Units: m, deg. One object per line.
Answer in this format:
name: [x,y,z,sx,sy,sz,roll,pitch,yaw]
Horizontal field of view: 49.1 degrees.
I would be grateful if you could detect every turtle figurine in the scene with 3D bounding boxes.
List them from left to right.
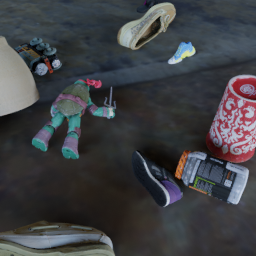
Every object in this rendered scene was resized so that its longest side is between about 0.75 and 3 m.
turtle figurine: [-1.441,-0.458,7.453,1.843,1.240,2.462,6,55,24]

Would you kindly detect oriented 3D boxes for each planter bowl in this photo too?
planter bowl: [-3.844,-1.434,7.391,2.619,1.762,2.619,-5,22,2]

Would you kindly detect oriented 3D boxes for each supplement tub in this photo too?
supplement tub: [1.819,1.034,6.175,1.400,0.858,0.858,21,49,19]

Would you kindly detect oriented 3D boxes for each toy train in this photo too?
toy train: [-3.135,-2.424,9.679,1.108,0.829,1.945,-36,51,-21]

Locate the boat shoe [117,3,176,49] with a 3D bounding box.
boat shoe: [0.946,-3.966,11.115,2.987,1.095,0.936,-39,61,-20]

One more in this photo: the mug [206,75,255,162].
mug: [2.712,-0.367,6.859,1.242,1.862,1.653,8,46,9]

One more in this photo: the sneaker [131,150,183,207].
sneaker: [0.656,1.097,6.442,0.665,0.576,1.520,-11,48,-32]

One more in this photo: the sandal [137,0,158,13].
sandal: [0.998,-5.978,13.504,0.591,0.376,1.572,25,50,23]

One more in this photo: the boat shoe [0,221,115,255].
boat shoe: [-1.620,2.185,4.798,2.744,1.026,0.939,8,9,-15]

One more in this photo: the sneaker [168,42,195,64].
sneaker: [1.854,-2.723,10.007,1.082,0.568,0.410,-28,24,-10]
